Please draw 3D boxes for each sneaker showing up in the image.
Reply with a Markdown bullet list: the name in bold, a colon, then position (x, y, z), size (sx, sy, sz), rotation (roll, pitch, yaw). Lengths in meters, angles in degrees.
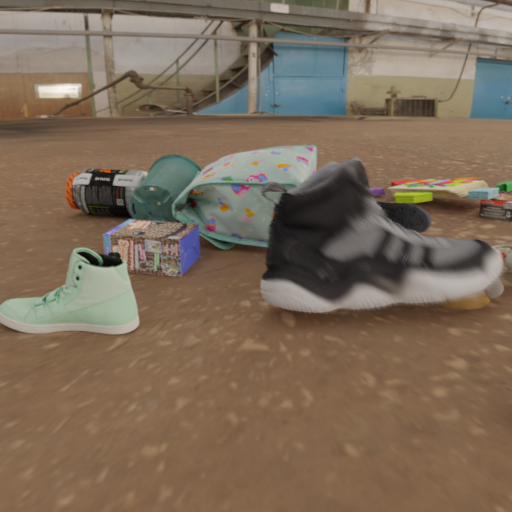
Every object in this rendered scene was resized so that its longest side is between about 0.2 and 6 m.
- **sneaker**: position (3.260, -0.881, 12.513), size (0.733, 0.627, 1.787), rotation (8, 10, -39)
- **sneaker**: position (1.812, -0.396, 8.035), size (3.632, 2.067, 1.371), rotation (-6, 7, -9)
- **sneaker**: position (-2.608, 0.417, 7.640), size (1.975, 1.165, 0.727), rotation (0, 19, 5)

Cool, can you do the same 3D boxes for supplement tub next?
- **supplement tub**: position (-3.584, -1.546, 13.721), size (1.888, 1.157, 1.157), rotation (4, 18, 10)

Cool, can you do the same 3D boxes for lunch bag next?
- **lunch bag**: position (-0.182, -1.254, 11.488), size (2.674, 1.631, 2.278), rotation (1, 29, 14)

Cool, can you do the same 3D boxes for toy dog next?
- **toy dog**: position (4.172, 0.357, 8.721), size (1.242, 0.907, 1.883), rotation (-11, 6, -23)

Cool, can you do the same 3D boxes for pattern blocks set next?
- **pattern blocks set**: position (4.876, -1.837, 15.116), size (3.838, 0.311, 3.374), rotation (4, 16, 39)

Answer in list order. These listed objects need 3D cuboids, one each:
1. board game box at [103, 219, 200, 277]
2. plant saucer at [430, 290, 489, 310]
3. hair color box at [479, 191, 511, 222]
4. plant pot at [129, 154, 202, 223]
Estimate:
- **board game box**: position (-1.866, -0.164, 10.192), size (1.420, 0.688, 1.132), rotation (4, 18, 11)
- **plant saucer**: position (3.117, 0.561, 8.794), size (1.035, 0.183, 1.035), rotation (0, 18, 0)
- **hair color box**: position (6.184, -1.295, 14.015), size (0.815, 0.492, 1.605), rotation (12, 22, 30)
- **plant pot**: position (-2.029, -1.316, 12.686), size (1.578, 1.578, 1.546), rotation (4, 27, 12)
